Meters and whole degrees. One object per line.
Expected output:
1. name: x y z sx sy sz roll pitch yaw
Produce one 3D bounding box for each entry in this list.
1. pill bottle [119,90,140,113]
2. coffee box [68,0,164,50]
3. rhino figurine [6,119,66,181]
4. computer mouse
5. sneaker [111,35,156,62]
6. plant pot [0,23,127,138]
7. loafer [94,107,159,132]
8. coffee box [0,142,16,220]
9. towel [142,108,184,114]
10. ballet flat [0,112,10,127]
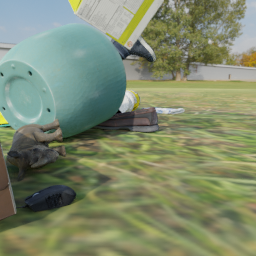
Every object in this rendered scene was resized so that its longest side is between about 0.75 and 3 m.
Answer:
1. pill bottle: -0.132 -1.166 12.588 1.047 1.047 1.831 3 10 16
2. coffee box: -0.235 -2.405 5.011 1.211 1.225 1.223 23 26 -33
3. rhino figurine: -1.626 0.360 4.968 0.977 0.668 2.236 -12 15 -14
4. computer mouse: -1.294 0.869 3.354 1.350 0.230 0.396 -5 12 -25
5. sneaker: 0.088 -2.940 11.146 2.167 1.566 0.824 37 4 -45
6. plant pot: -1.879 -1.048 7.211 2.952 2.952 2.369 5 25 26
7. loafer: -0.182 -0.337 8.685 2.381 0.750 0.856 5 11 24
8. coffee box: -2.458 0.392 3.323 1.445 1.021 2.557 -16 17 -34
9. towel: 1.645 -0.851 13.232 1.731 0.206 1.271 8 12 40
10. ballet flat: -3.212 -0.496 9.082 2.781 0.932 0.929 1 10 4
